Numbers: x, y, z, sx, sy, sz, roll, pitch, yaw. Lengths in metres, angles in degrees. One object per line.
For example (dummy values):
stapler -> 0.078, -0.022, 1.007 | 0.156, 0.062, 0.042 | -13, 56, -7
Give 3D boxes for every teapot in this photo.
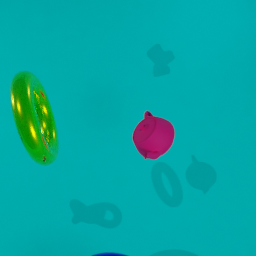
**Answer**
teapot -> 0.377, 0.140, 4.582 | 0.730, 0.575, 1.175 | -34, 34, 28

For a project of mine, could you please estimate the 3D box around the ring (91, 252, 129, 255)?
ring -> -0.089, 2.674, 4.388 | 1.726, 0.345, 1.726 | 7, 114, 16

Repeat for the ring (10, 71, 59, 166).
ring -> -1.109, -0.116, 3.415 | 0.234, 1.171, 1.171 | -14, 74, -3
